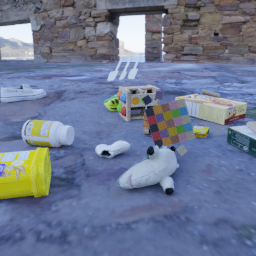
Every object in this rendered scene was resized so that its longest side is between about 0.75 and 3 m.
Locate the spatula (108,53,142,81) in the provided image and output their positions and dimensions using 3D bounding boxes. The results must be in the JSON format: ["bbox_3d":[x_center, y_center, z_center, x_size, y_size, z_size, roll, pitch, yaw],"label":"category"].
[{"bbox_3d":[-0.083,-2.440,11.106,1.170,0.135,1.683,-4,47,27],"label":"spatula"}]

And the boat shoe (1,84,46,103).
[{"bbox_3d":[-6.407,-2.251,17.388,1.080,0.980,2.936,13,21,36],"label":"boat shoe"}]

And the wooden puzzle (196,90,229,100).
[{"bbox_3d":[4.634,-1.443,14.773,1.494,0.259,2.214,37,-4,-29],"label":"wooden puzzle"}]

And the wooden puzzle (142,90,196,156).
[{"bbox_3d":[1.213,-0.144,8.150,1.208,2.037,0.143,-16,2,1],"label":"wooden puzzle"}]

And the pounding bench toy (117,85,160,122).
[{"bbox_3d":[0.306,-1.324,13.624,1.792,1.428,2.298,-5,18,-15],"label":"pounding bench toy"}]

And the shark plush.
[{"bbox_3d":[0.674,0.863,7.557,1.111,1.212,2.667,-26,10,27],"label":"shark plush"}]

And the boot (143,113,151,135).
[{"bbox_3d":[1.072,-0.197,10.554,1.106,0.856,0.408,-3,-11,20],"label":"boot"}]

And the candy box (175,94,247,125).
[{"bbox_3d":[3.908,-0.985,13.534,1.703,0.816,2.951,-12,21,-35],"label":"candy box"}]

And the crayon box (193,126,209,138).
[{"bbox_3d":[2.761,0.166,10.793,0.587,0.235,0.924,8,18,24],"label":"crayon box"}]

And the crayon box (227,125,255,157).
[{"bbox_3d":[4.860,0.349,9.539,2.407,0.621,1.513,-6,18,-17],"label":"crayon box"}]

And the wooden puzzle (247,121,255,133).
[{"bbox_3d":[4.702,-0.006,9.339,1.155,0.215,1.068,-3,17,5],"label":"wooden puzzle"}]

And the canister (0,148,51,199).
[{"bbox_3d":[-2.944,1.107,6.680,2.015,0.872,1.497,-4,18,-10],"label":"canister"}]

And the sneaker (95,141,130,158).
[{"bbox_3d":[-0.438,0.735,8.778,1.110,0.433,0.552,-12,26,-9],"label":"sneaker"}]

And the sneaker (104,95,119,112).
[{"bbox_3d":[-0.146,-1.540,15.134,2.575,0.954,1.076,-12,25,-33],"label":"sneaker"}]

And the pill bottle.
[{"bbox_3d":[-2.702,0.201,9.586,1.595,0.888,0.888,5,18,15],"label":"pill bottle"}]
